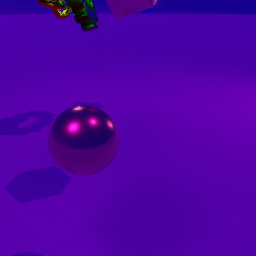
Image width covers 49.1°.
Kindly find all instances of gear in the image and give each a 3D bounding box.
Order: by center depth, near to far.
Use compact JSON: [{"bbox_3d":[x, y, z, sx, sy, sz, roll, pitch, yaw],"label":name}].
[{"bbox_3d":[-1.405,-3.853,8.089,0.375,2.026,2.026,-15,23,10],"label":"gear"}]

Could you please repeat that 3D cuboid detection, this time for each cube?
[{"bbox_3d":[0.069,-2.597,4.911,0.845,0.845,0.845,-1,49,41],"label":"cube"}]

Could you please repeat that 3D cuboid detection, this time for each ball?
[{"bbox_3d":[-0.536,0.150,3.427,0.866,0.866,0.866,0,25,0],"label":"ball"}]

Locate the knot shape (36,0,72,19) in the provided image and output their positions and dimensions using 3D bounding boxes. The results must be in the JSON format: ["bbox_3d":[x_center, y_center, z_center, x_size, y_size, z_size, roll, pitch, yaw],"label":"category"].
[{"bbox_3d":[-2.102,-3.778,7.875,0.603,1.221,1.305,-21,5,23],"label":"knot shape"}]

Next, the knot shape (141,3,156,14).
[{"bbox_3d":[0.529,-4.642,9.567,1.187,1.111,0.549,32,5,-3],"label":"knot shape"}]
